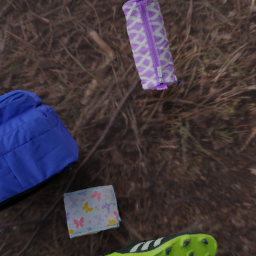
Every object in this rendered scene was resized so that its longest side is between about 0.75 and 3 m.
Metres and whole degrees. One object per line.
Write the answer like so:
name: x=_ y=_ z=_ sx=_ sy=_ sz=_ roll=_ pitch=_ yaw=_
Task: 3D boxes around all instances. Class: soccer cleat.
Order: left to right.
soccer cleat: x=0.626 y=2.874 z=6.393 sx=2.811 sy=1.139 sz=0.949 roll=-11 pitch=94 yaw=-11

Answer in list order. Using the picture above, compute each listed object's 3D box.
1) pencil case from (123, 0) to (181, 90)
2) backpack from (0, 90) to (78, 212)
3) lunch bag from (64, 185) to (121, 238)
pencil case: x=0.584 y=-2.170 z=7.429 sx=1.033 sy=1.052 sz=2.462 roll=-15 pitch=101 yaw=13
backpack: x=-2.785 y=0.534 z=6.504 sx=2.687 sy=2.184 sz=2.255 roll=-33 pitch=96 yaw=-5
lunch bag: x=-0.882 y=2.046 z=6.915 sx=1.256 sy=0.799 sz=1.065 roll=-10 pitch=73 yaw=-12
